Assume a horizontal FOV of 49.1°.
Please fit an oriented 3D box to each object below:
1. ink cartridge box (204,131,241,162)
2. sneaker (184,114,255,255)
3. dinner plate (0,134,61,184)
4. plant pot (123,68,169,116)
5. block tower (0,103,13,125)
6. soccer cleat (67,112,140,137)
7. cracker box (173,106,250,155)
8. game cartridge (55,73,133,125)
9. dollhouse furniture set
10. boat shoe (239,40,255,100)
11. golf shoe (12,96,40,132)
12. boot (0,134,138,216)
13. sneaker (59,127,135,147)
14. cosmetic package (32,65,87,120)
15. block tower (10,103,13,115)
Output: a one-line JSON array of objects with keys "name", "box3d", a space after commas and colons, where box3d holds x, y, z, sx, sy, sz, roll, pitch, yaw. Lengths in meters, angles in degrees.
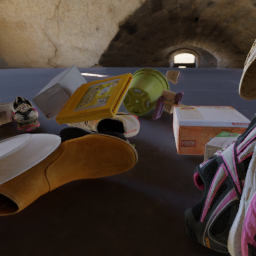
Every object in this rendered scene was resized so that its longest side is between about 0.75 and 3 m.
[{"name": "ink cartridge box", "box3d": [2.518, 0.642, 5.528, 1.689, 0.712, 1.234, 10, 18, 32]}, {"name": "sneaker", "box3d": [1.590, 0.595, 4.131, 1.166, 1.085, 2.700, 0, 31, 36]}, {"name": "dinner plate", "box3d": [-2.480, 0.605, 4.931, 2.642, 0.320, 2.642, -20, 15, 6]}, {"name": "plant pot", "box3d": [0.614, -1.369, 11.505, 1.824, 1.824, 1.677, 6, 27, 20]}, {"name": "block tower", "box3d": [-5.368, -0.583, 10.127, 2.566, 0.742, 0.693, 5, 16, 23]}, {"name": "soccer cleat", "box3d": [-0.931, -0.184, 8.360, 2.615, 0.897, 1.114, 11, 16, 22]}, {"name": "cracker box", "box3d": [2.242, -0.020, 7.829, 1.838, 0.791, 2.744, 2, 14, 7]}, {"name": "game cartridge", "box3d": [-0.988, -0.867, 8.242, 1.993, 0.323, 1.757, -6, 41, 29]}, {"name": "dollhouse furniture set", "box3d": [2.334, -1.135, 10.852, 1.724, 1.925, 2.429, 22, 18, 16]}, {"name": "boat shoe", "box3d": [3.399, -1.657, 7.185, 0.732, 1.986, 0.687, 23, 10, 3]}, {"name": "golf shoe", "box3d": [-3.494, -0.616, 9.536, 0.829, 1.051, 2.282, -15, 18, -23]}, {"name": "boot", "box3d": [-1.259, 0.831, 4.819, 2.612, 0.919, 1.870, 0, 20, 14]}, {"name": "sneaker", "box3d": [-0.796, 0.415, 6.932, 1.934, 0.693, 0.801, 7, -7, 22]}, {"name": "cosmetic package", "box3d": [-2.335, -1.321, 9.980, 1.203, 1.016, 2.253, -29, 19, 15]}, {"name": "block tower", "box3d": [-4.845, -0.737, 11.142, 1.713, 0.495, 0.463, -5, 15, -24]}]
